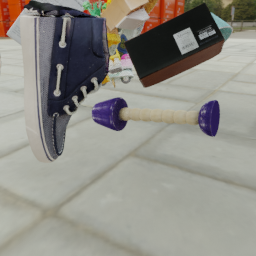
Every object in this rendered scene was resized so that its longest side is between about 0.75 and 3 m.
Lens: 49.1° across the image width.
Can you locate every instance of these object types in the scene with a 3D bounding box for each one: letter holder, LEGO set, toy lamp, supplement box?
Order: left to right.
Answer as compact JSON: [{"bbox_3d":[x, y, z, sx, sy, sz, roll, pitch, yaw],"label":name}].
[{"bbox_3d":[-2.343,-3.564,8.669,1.354,2.620,1.326,36,13,-26],"label":"supplement box"},{"bbox_3d":[-0.525,-1.504,4.502,1.318,1.067,2.866,-12,-8,-4],"label":"LEGO set"},{"bbox_3d":[0.339,-0.192,4.438,2.061,0.600,0.600,4,21,31],"label":"toy lamp"},{"bbox_3d":[0.531,-0.856,3.241,0.953,0.479,0.677,-24,-13,8],"label":"letter holder"}]

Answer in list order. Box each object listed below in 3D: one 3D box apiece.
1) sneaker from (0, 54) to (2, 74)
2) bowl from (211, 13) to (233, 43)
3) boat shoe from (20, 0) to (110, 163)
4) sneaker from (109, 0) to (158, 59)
[{"bbox_3d":[-2.371,-1.250,4.103,0.713,1.846,0.722,-15,-10,-38],"label":"sneaker"},{"bbox_3d":[2.048,-2.685,8.092,1.647,0.862,1.647,-26,-12,-6],"label":"bowl"},{"bbox_3d":[-0.401,-0.254,1.950,0.529,1.140,0.426,3,25,1],"label":"boat shoe"},{"bbox_3d":[0.037,-3.012,7.127,1.105,2.935,1.294,32,37,-5],"label":"sneaker"}]
